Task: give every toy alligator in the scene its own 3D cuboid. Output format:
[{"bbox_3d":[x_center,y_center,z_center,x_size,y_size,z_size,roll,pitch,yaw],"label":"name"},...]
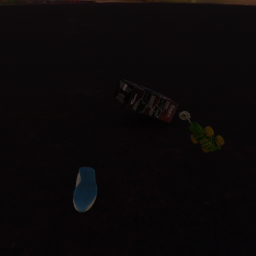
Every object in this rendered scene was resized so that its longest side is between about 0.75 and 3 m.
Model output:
[{"bbox_3d":[1.742,0.193,6.680,1.563,0.518,0.375,36,41,-23],"label":"toy alligator"}]

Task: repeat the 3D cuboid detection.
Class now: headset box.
[{"bbox_3d":[0.582,-0.830,8.562,1.721,0.665,1.281,18,14,-28],"label":"headset box"}]

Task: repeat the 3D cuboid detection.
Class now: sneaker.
[{"bbox_3d":[-0.816,1.235,5.388,0.433,0.457,1.131,7,25,-5],"label":"sneaker"}]
